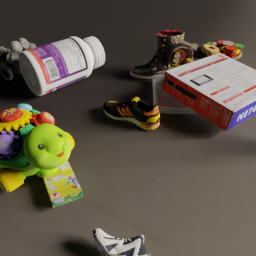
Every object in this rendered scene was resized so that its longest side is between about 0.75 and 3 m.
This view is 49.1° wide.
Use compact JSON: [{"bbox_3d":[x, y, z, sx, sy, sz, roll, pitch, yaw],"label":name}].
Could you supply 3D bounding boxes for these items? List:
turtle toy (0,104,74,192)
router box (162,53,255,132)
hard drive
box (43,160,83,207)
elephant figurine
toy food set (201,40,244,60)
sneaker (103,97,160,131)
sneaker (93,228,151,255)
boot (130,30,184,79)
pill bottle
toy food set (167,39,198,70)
[{"bbox_3d":[-2.325,0.317,6.455,2.801,1.416,2.041,20,42,35],"label":"turtle toy"},{"bbox_3d":[3.008,-1.315,8.941,2.884,0.705,2.589,-23,48,-32],"label":"router box"},{"bbox_3d":[1.520,-1.171,9.403,1.331,0.269,2.018,2,39,1],"label":"hard drive"},{"bbox_3d":[-1.506,1.291,6.379,0.693,0.286,1.181,-17,39,-20],"label":"box"},{"bbox_3d":[-4.283,-2.495,10.356,1.939,1.505,1.372,-7,-5,33],"label":"elephant figurine"},{"bbox_3d":[4.045,-3.339,11.958,1.629,0.396,1.613,25,45,28],"label":"toy food set"},{"bbox_3d":[0.090,-0.623,8.262,1.897,0.854,0.664,21,44,24],"label":"sneaker"},{"bbox_3d":[-0.063,2.156,5.176,0.751,0.461,1.154,-30,48,-33],"label":"sneaker"},{"bbox_3d":[1.104,-2.662,10.191,2.090,1.574,0.765,-8,40,-10],"label":"boot"},{"bbox_3d":[-2.202,-2.284,9.768,2.721,1.516,1.516,-29,47,-30],"label":"pill bottle"},{"bbox_3d":[1.873,-2.389,9.620,0.834,1.207,0.242,19,12,-4],"label":"toy food set"}]
